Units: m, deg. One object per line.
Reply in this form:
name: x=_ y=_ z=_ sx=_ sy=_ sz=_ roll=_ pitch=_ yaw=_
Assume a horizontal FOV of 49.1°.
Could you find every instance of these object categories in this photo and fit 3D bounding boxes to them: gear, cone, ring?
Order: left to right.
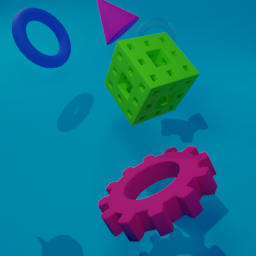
ring: x=-2.506 y=-2.664 z=8.300 sx=0.376 sy=1.882 sz=1.882 roll=-20 pitch=35 yaw=41
cone: x=-0.587 y=-3.672 z=9.044 sx=1.376 sy=1.370 sz=1.370 roll=51 pitch=58 yaw=-8
gear: x=0.485 y=1.044 z=4.898 sx=2.064 sy=0.382 sz=2.064 roll=-27 pitch=14 yaw=7
ring: x=0.773 y=-2.484 z=7.737 sx=1.135 sy=1.135 sz=0.227 roll=4 pitch=48 yaw=4

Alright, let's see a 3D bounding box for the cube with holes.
cube with holes: x=0.434 y=-1.026 z=5.854 sx=1.226 sy=1.226 sz=1.226 roll=-21 pitch=66 yaw=-29
